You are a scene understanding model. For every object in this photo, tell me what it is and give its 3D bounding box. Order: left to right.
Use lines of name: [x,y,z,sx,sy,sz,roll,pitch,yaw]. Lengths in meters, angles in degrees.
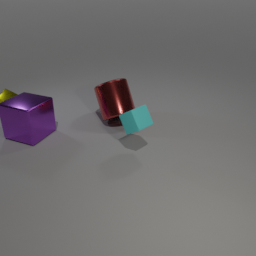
cube: [-5.248,-1.143,12.232,0.700,0.700,0.700,26,46,-14]
cube: [-3.735,-0.389,10.517,1.400,1.400,1.400,12,30,20]
cylinder: [-0.532,-1.152,11.466,1.400,1.400,1.400,-17,1,0]
cube: [0.270,-0.275,9.238,0.700,0.700,0.700,-25,3,-39]
